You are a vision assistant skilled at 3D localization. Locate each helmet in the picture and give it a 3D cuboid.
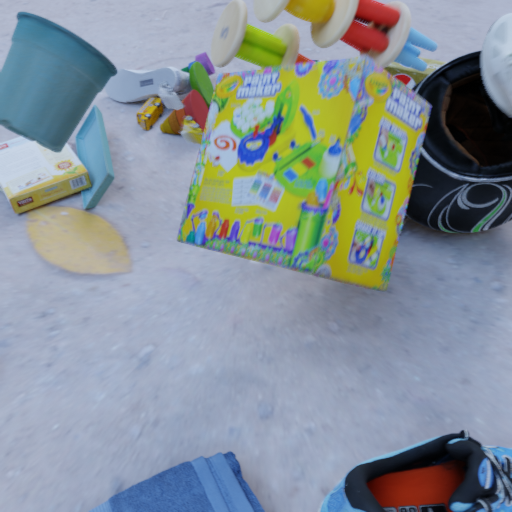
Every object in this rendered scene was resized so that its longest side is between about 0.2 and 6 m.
[{"bbox_3d":[3.523,-1.719,9.370,2.931,2.795,2.931,-2,76,7],"label":"helmet"}]

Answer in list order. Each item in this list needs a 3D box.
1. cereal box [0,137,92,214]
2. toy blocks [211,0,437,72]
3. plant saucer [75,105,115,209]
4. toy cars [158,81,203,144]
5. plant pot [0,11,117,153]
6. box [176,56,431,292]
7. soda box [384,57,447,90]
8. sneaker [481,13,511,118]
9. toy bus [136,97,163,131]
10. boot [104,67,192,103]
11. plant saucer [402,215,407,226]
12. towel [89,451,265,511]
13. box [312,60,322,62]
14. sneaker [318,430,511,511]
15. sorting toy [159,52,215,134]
[{"bbox_3d":[-4.356,-1.760,11.084,1.520,0.418,2.113,-25,47,-20],"label":"cereal box"},{"bbox_3d":[1.014,-3.057,8.126,2.699,2.249,0.980,12,75,-29],"label":"toy blocks"},{"bbox_3d":[-3.230,-2.006,11.175,0.251,0.926,2.648,22,30,-35],"label":"plant saucer"},{"bbox_3d":[-1.152,-2.110,8.422,0.282,0.570,1.273,-35,83,-2],"label":"toy cars"},{"bbox_3d":[-2.992,-2.365,7.950,1.496,1.496,1.465,25,86,24],"label":"plant pot"},{"bbox_3d":[0.471,-0.910,6.410,1.355,2.139,2.221,14,0,-44],"label":"box"},{"bbox_3d":[3.994,-4.074,13.247,2.663,0.902,0.852,18,46,18],"label":"soda box"},{"bbox_3d":[3.628,-2.231,6.906,1.072,1.634,2.840,-13,67,11],"label":"sneaker"},{"bbox_3d":[-2.434,-3.249,12.792,0.393,0.326,1.003,11,44,11],"label":"toy bus"},{"bbox_3d":[-2.514,-4.080,13.502,2.175,0.800,1.039,6,10,25],"label":"boot"},{"bbox_3d":[1.960,-0.782,10.182,1.508,0.260,1.508,2,43,-2],"label":"plant saucer"},{"bbox_3d":[-1.427,3.440,5.281,3.633,0.882,2.028,-19,47,-21],"label":"towel"},{"bbox_3d":[0.578,-2.789,11.612,1.156,1.260,3.595,8,44,9],"label":"box"},{"bbox_3d":[2.366,2.538,5.747,3.395,1.527,1.331,-6,44,-7],"label":"sneaker"},{"bbox_3d":[-1.630,-3.710,13.045,1.081,1.089,3.140,-17,43,16],"label":"sorting toy"}]
